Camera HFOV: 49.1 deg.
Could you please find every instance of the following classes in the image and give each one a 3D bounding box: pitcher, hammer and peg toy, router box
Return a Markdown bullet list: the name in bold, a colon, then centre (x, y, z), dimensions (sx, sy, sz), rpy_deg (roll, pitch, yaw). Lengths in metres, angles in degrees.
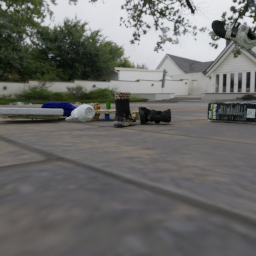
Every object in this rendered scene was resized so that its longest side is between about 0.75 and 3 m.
- **pitcher**: centre (-1.789, -0.486, 10.441), dimensions (0.893, 0.631, 1.041), rpy_deg (-36, 20, -33)
- **hammer and peg toy**: centre (-0.522, -0.686, 11.351), dimensions (2.003, 0.706, 1.473), rpy_deg (0, 6, 1)
- **router box**: centre (4.300, -0.618, 10.632), dimensions (1.726, 0.716, 2.303), rpy_deg (5, 7, 39)

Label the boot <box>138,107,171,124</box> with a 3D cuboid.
- **boot**: centre (0.927, -0.454, 9.744), dimensions (1.063, 0.535, 1.422), rpy_deg (-7, 16, 0)

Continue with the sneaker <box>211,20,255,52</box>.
- **sneaker**: centre (4.107, -3.674, 10.542), dimensions (1.934, 0.716, 0.856), rpy_deg (24, -19, -7)

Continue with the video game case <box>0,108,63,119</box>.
- **video game case**: centre (-3.639, -0.513, 10.495), dimensions (2.191, 0.256, 1.992), rpy_deg (-1, -2, -19)

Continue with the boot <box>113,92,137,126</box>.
- **boot**: centre (-0.077, -0.598, 8.782), dimensions (0.508, 1.046, 1.389), rpy_deg (2, 6, 23)

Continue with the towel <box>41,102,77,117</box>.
- **towel**: centre (-2.789, -0.794, 12.016), dimensions (1.357, 0.455, 1.837), rpy_deg (4, -5, 2)
